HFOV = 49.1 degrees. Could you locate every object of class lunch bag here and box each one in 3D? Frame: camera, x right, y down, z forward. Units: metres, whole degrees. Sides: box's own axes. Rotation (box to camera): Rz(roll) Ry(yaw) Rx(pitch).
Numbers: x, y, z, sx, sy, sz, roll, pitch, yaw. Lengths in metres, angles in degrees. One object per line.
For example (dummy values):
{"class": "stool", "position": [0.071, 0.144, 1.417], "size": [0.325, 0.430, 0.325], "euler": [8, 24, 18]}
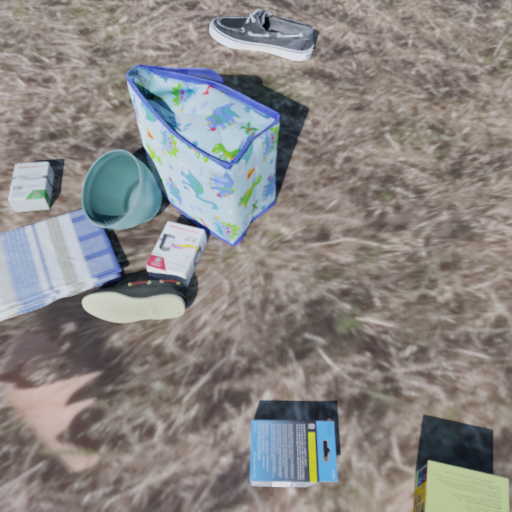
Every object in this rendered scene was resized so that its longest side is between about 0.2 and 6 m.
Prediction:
{"class": "lunch bag", "position": [-1.113, -2.044, 10.778], "size": [2.989, 2.541, 1.904], "euler": [31, 61, 19]}

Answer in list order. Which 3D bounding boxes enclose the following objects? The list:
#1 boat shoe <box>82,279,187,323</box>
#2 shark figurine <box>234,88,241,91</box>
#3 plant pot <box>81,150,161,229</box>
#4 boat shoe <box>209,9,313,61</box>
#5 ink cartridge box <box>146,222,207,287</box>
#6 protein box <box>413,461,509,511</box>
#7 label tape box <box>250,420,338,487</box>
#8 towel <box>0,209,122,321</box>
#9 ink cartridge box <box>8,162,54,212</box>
{"class": "boat shoe", "position": [-2.157, 0.780, 10.055], "size": [1.853, 0.678, 0.580], "euler": [-2, 37, 3]}
{"class": "shark figurine", "position": [-0.700, -2.903, 12.463], "size": [0.937, 1.569, 0.655], "euler": [3, 9, 36]}
{"class": "plant pot", "position": [-2.483, -1.177, 10.887], "size": [1.503, 1.007, 1.503], "euler": [-8, 75, 30]}
{"class": "boat shoe", "position": [0.121, -5.792, 14.261], "size": [2.807, 0.951, 1.007], "euler": [20, 58, 13]}
{"class": "ink cartridge box", "position": [-1.508, -0.045, 10.684], "size": [0.804, 0.466, 1.089], "euler": [14, 59, 9]}
{"class": "protein box", "position": [2.878, 3.704, 7.956], "size": [1.149, 0.781, 1.157], "euler": [11, 57, 7]}
{"class": "label tape box", "position": [0.558, 3.043, 8.628], "size": [1.297, 0.410, 0.935], "euler": [1, 56, 1]}
{"class": "towel", "position": [-4.088, 0.147, 10.656], "size": [2.681, 0.319, 1.969], "euler": [-21, 57, -16]}
{"class": "ink cartridge box", "position": [-4.658, -1.439, 11.649], "size": [0.734, 0.416, 1.001], "euler": [-4, 56, -3]}
